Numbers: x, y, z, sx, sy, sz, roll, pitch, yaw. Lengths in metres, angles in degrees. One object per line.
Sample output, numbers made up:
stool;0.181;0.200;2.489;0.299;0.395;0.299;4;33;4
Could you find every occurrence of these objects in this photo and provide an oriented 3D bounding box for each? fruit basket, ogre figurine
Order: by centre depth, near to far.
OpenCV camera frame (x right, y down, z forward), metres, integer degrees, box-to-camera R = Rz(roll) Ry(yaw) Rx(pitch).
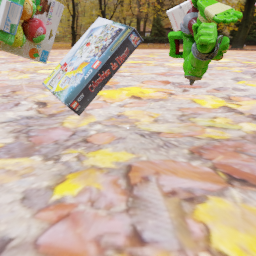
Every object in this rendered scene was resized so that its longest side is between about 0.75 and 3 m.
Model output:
ogre figurine;1.628;-2.217;6.239;1.358;1.659;2.767;-6;55;-8
fruit basket;-2.982;-3.048;8.182;2.136;1.979;1.001;11;15;-45

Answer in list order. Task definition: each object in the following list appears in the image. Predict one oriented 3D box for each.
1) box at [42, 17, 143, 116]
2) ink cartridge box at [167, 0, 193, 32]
box;-0.724;-1.230;5.328;1.236;1.810;0.341;37;-4;44
ink cartridge box;2.309;-4.624;11.487;1.216;0.886;0.516;-22;24;14
